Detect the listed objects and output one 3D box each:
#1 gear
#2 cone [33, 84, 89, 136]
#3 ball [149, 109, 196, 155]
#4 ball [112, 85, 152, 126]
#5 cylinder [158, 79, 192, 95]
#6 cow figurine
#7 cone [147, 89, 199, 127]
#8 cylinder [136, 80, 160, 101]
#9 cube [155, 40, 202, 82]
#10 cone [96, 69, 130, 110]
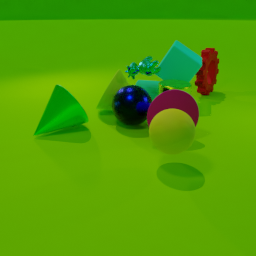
[{"bbox_3d":[3.344,-2.367,11.781,0.354,1.913,1.913,13,26,33],"label":"gear"},{"bbox_3d":[-2.221,-0.255,8.333,1.487,1.482,1.482,-43,41,-19],"label":"cone"},{"bbox_3d":[1.002,0.084,6.371,1.043,1.043,1.043,0,23,0],"label":"ball"},{"bbox_3d":[0.134,-0.713,8.815,1.277,1.277,1.277,0,23,0],"label":"ball"},{"bbox_3d":[1.577,-0.996,9.663,1.121,1.121,1.121,1,25,0],"label":"cylinder"},{"bbox_3d":[0.474,-1.964,9.374,1.014,0.566,1.031,-33,35,-4],"label":"cow figurine"},{"bbox_3d":[1.140,-0.514,8.373,1.479,1.479,1.485,-3,16,-8],"label":"cone"},{"bbox_3d":[0.820,-1.296,10.553,0.964,0.964,0.964,6,24,17],"label":"cylinder"},{"bbox_3d":[1.928,-2.365,10.631,1.251,1.251,1.251,34,29,-3],"label":"cube"},{"bbox_3d":[-0.021,-0.954,9.898,1.624,1.618,1.618,31,25,-4],"label":"cone"}]
